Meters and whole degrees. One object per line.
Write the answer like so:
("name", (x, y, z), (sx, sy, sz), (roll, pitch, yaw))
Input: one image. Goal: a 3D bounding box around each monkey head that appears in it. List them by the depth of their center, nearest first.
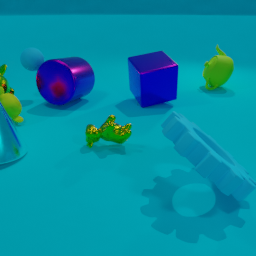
("monkey head", (-3.110, -0.505, 7.115), (0.731, 1.016, 0.612), (-36, 12, -28))
("monkey head", (-3.923, -1.012, 7.917), (1.211, 1.014, 1.683), (9, 54, 34))

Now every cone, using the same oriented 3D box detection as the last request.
("cone", (-2.685, -0.176, 5.499), (1.351, 1.356, 1.351), (6, 19, -2))

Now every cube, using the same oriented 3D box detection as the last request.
("cube", (0.739, -1.501, 8.494), (1.165, 1.165, 1.165), (-14, 39, -12))

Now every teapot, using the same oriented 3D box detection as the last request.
("teapot", (3.213, -2.172, 10.180), (0.935, 1.910, 1.188), (27, -19, -11))

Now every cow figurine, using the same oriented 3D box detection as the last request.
("cow figurine", (-0.450, 0.142, 5.982), (0.901, 0.887, 0.495), (26, 37, -19))

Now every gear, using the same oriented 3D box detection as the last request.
("gear", (1.256, 0.400, 4.431), (1.663, 0.308, 1.663), (37, 15, -12))

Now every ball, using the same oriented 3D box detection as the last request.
("ball", (-2.957, -2.121, 8.667), (0.713, 0.713, 0.713), (0, 24, 0))

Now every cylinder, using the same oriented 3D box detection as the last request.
("cylinder", (-1.860, -1.457, 8.492), (1.310, 1.310, 1.310), (8, 19, 18))
